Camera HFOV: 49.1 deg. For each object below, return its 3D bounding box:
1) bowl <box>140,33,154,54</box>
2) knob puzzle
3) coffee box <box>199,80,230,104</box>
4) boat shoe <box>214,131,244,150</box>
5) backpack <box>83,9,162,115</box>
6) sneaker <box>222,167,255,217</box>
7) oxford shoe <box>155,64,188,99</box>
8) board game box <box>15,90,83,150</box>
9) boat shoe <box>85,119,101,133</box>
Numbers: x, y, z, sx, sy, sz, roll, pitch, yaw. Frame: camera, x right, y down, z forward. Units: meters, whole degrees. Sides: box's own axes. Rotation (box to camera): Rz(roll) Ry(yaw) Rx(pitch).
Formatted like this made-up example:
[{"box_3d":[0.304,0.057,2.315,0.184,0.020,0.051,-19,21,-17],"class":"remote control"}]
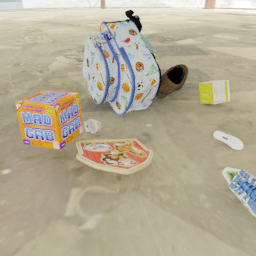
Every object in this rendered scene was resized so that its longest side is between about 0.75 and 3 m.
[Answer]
[{"box_3d":[-0.240,-3.129,12.546,2.550,2.550,1.334,13,63,22],"class":"bowl"},{"box_3d":[-0.266,0.557,6.687,2.109,0.292,2.109,5,17,-1],"class":"knob puzzle"},{"box_3d":[3.185,-1.329,10.351,0.776,0.785,0.784,-12,11,-22],"class":"coffee box"},{"box_3d":[2.836,0.330,7.874,0.864,0.310,0.293,27,17,25],"class":"boat shoe"},{"box_3d":[-0.217,-1.907,9.498,2.258,2.931,2.792,-24,64,-23],"class":"backpack"},{"box_3d":[2.373,1.253,5.513,0.657,0.645,1.705,33,5,-8],"class":"sneaker"},{"box_3d":[1.967,-2.041,11.142,0.955,1.109,2.628,47,42,-3],"class":"oxford shoe"},{"box_3d":[-1.899,-0.238,6.955,1.094,1.094,1.093,7,25,20],"class":"board game box"},{"box_3d":[-0.981,-0.056,8.242,0.382,0.418,1.163,-11,-2,-20],"class":"boat shoe"}]
